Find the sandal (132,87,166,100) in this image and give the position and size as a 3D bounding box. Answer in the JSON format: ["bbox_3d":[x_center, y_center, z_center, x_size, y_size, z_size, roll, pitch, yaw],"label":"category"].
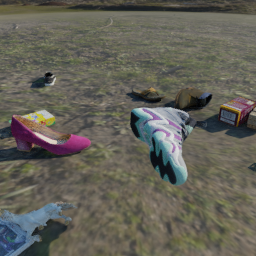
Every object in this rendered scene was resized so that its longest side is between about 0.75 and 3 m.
[{"bbox_3d":[0.974,-1.765,13.646,1.873,0.511,0.766,25,37,38],"label":"sandal"}]

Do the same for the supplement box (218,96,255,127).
[{"bbox_3d":[4.548,-0.713,11.556,1.569,0.672,0.866,-23,36,-36],"label":"supplement box"}]

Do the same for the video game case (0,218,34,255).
[{"bbox_3d":[-2.928,2.569,6.120,1.157,0.149,1.273,20,35,33],"label":"video game case"}]

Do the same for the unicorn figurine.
[{"bbox_3d":[-2.133,2.095,6.512,1.686,0.622,1.158,2,7,-45],"label":"unicorn figurine"}]

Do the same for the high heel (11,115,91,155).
[{"bbox_3d":[-2.578,0.155,9.376,2.597,1.246,0.875,3,29,6],"label":"high heel"}]

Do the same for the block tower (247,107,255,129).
[{"bbox_3d":[5.527,-0.613,11.429,0.667,0.623,2.308,22,35,32],"label":"block tower"}]

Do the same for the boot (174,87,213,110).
[{"bbox_3d":[2.901,-1.275,12.392,1.139,0.878,2.350,14,30,28],"label":"boot"}]

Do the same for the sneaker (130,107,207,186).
[{"bbox_3d":[1.157,0.183,6.315,1.608,0.894,2.299,-12,45,-18],"label":"sneaker"}]

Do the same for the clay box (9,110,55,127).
[{"bbox_3d":[-3.764,-0.232,10.998,1.538,0.366,0.883,-22,36,-35],"label":"clay box"}]

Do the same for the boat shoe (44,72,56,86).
[{"bbox_3d":[-4.423,-2.882,15.667,0.646,0.528,1.749,-4,29,-7],"label":"boat shoe"}]
